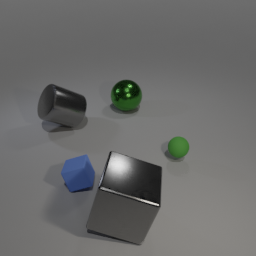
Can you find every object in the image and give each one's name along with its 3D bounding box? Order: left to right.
[{"bbox_3d":[-2.562,-0.835,10.887,1.400,1.400,1.400,18,15,-40],"label":"cylinder"},{"bbox_3d":[-1.437,1.307,8.158,0.700,0.700,0.700,-16,25,8],"label":"cube"},{"bbox_3d":[-0.059,1.663,6.800,1.400,1.400,1.400,18,31,-2],"label":"cube"},{"bbox_3d":[-0.071,-1.434,12.376,1.400,1.400,1.400,0,30,0],"label":"ball"},{"bbox_3d":[1.661,0.627,9.209,0.700,0.700,0.700,0,30,0],"label":"ball"}]
